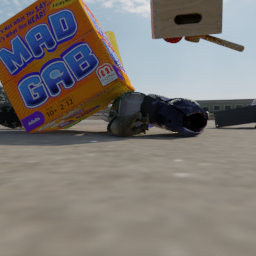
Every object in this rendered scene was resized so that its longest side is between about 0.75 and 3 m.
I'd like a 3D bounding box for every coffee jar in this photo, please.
[{"bbox_3d":[0.000,-0.422,8.048,0.894,1.093,2.096,5,1,-9],"label":"coffee jar"}]

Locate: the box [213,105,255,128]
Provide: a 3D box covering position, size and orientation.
[{"bbox_3d":[4.632,-0.478,11.485,1.858,0.733,1.311,-9,-1,32],"label":"box"}]

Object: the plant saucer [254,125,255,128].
[{"bbox_3d":[5.815,-0.099,11.200,1.420,0.245,1.420,1,3,0],"label":"plant saucer"}]

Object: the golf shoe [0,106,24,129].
[{"bbox_3d":[-4.099,-0.337,11.147,2.261,0.879,1.068,8,-5,4],"label":"golf shoe"}]

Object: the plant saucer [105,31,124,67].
[{"bbox_3d":[-1.720,-2.935,12.343,2.888,2.888,0.700,-15,-15,-2],"label":"plant saucer"}]

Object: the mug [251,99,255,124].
[{"bbox_3d":[6.290,-0.568,12.435,1.386,1.167,1.581,18,22,4],"label":"mug"}]

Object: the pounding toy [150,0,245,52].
[{"bbox_3d":[1.797,-2.898,7.781,2.240,1.593,2.062,-3,18,3],"label":"pounding toy"}]

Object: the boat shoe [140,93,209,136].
[{"bbox_3d":[1.521,-0.202,6.956,1.253,1.009,2.702,24,15,37],"label":"boat shoe"}]

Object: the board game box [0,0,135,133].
[{"bbox_3d":[-1.825,-1.803,8.412,2.850,2.848,2.848,-28,-2,9],"label":"board game box"}]

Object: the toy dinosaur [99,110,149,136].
[{"bbox_3d":[-0.038,-0.049,6.299,0.927,0.698,1.813,-14,12,-10],"label":"toy dinosaur"}]

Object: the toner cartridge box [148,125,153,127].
[{"bbox_3d":[0.317,-0.164,11.925,1.403,0.303,0.666,-1,2,-26],"label":"toner cartridge box"}]
